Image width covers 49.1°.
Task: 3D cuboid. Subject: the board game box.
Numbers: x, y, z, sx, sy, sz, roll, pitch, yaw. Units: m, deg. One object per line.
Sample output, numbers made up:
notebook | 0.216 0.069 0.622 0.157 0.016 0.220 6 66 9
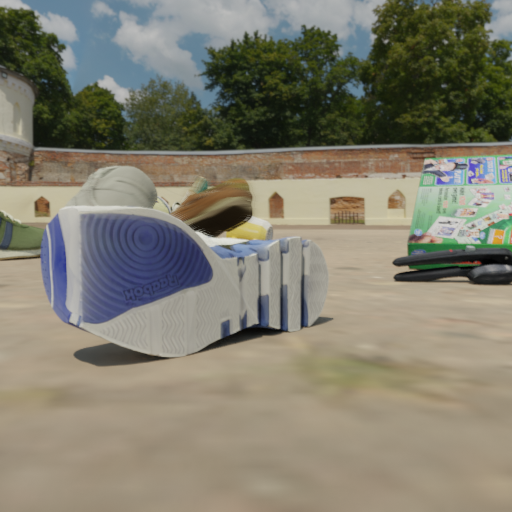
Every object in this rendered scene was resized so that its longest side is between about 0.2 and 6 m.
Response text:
board game box | 3.543 -0.770 8.555 2.120 0.459 3.150 2 31 21

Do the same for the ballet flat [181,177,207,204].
ballet flat | -1.673 -1.145 14.273 0.596 1.825 0.643 17 16 24

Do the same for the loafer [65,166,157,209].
loafer | -1.798 -0.660 7.146 1.072 1.070 3.065 33 2 -24

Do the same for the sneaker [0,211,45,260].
sneaker | -4.769 -0.640 9.611 1.078 1.443 3.214 2 4 29

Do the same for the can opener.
can opener | 2.141 0.095 6.086 1.298 0.411 0.510 1 4 11

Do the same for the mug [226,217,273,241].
mug | -0.147 -0.437 13.277 0.932 1.136 0.910 11 -26 20

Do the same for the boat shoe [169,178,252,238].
boat shoe | -0.864 -0.581 8.515 1.875 0.637 0.675 -19 -37 22

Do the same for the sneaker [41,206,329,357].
sneaker | -0.488 0.171 3.321 1.024 0.716 1.773 -2 -6 44

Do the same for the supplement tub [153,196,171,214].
supplement tub | -3.044 -0.876 13.894 1.411 1.411 1.946 1 4 14

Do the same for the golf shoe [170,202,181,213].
golf shoe | -2.375 -1.049 17.817 1.062 1.318 2.712 -3 3 -13
